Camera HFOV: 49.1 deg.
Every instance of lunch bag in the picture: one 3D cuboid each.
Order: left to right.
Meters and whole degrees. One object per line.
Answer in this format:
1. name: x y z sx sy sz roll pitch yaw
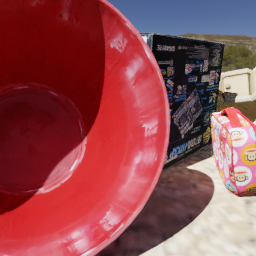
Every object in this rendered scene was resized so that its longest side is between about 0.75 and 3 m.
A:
1. lunch bag: 1.421 0.209 3.770 0.479 1.030 1.169 -10 18 7

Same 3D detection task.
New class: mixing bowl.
1. mixing bowl: -1.032 -0.034 2.835 2.599 2.599 1.408 -4 -12 -16

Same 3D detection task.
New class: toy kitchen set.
1. toy kitchen set: 2.154 -0.833 5.312 2.136 2.368 1.932 21 55 -11

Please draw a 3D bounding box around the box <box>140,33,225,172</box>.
1. box: 0.799 -0.459 4.649 0.575 1.985 2.498 14 19 36
